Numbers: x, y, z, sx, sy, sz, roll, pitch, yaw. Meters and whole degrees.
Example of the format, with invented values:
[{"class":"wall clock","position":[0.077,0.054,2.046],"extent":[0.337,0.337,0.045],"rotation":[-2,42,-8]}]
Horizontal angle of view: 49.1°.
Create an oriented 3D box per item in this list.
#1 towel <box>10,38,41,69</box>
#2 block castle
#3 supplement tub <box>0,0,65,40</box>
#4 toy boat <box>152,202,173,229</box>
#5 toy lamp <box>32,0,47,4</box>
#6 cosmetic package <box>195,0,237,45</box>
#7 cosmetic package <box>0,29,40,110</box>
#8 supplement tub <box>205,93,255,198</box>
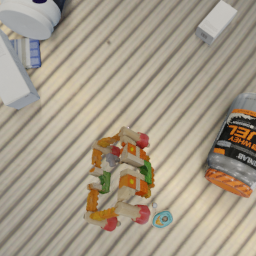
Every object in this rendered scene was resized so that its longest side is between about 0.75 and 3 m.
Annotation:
[{"class":"towel","position":[-4.056,-2.679,10.244],"extent":[1.691,0.201,1.242],"rotation":[-8,77,-3]},{"class":"block castle","position":[-0.158,1.279,7.142],"extent":[1.118,1.592,2.382],"rotation":[28,49,-35]},{"class":"supplement tub","position":[-3.154,-4.786,9.694],"extent":[2.005,2.005,2.857],"rotation":[13,79,2]},{"class":"toy boat","position":[1.020,2.816,9.083],"extent":[0.734,0.406,0.873],"rotation":[-29,81,-5]},{"class":"toy lamp","position":[-2.076,-3.467,6.236],"extent":[0.374,0.374,1.286],"rotation":[-7,92,-1]},{"class":"cosmetic package","position":[3.214,-3.856,10.256],"extent":[0.757,0.597,1.406],"rotation":[41,81,8]},{"class":"cosmetic package","position":[-4.073,-2.012,9.344],"extent":[0.930,1.324,2.610],"rotation":[-29,89,-4]},{"class":"supplement tub","position":[3.679,0.541,8.802],"extent":[1.809,1.809,2.953],"rotation":[27,80,5]}]
